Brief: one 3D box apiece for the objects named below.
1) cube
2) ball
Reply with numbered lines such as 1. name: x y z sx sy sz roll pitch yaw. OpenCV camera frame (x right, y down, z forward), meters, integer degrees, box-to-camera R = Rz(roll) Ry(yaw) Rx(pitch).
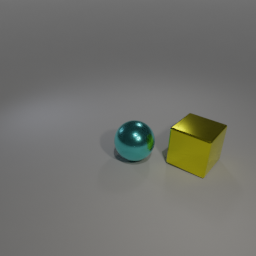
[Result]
1. cube: 2.286 0.535 9.389 1.400 1.400 1.400 22 36 30
2. ball: 0.224 0.433 9.628 1.400 1.400 1.400 0 29 0
